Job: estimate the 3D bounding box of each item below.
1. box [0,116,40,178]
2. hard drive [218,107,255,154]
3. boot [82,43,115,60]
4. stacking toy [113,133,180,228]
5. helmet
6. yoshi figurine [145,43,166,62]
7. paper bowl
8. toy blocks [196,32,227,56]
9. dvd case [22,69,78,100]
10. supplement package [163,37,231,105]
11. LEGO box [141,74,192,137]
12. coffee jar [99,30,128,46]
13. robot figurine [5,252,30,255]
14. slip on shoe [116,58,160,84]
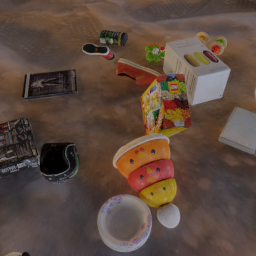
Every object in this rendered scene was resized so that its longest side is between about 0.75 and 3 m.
[{"bbox_3d":[-3.710,0.578,8.857,1.516,0.478,1.922,-18,48,-17],"label":"box"},{"bbox_3d":[3.958,0.027,9.581,1.160,0.231,1.759,24,49,22],"label":"hard drive"},{"bbox_3d":[-0.928,-2.381,8.886,0.955,0.689,0.346,15,88,19],"label":"boot"},{"bbox_3d":[0.767,1.482,7.503,1.726,1.726,2.363,-18,64,-17],"label":"stacking toy"},{"bbox_3d":[-1.938,1.002,7.988,1.179,1.124,1.179,1,1,0],"label":"helmet"},{"bbox_3d":[1.409,-3.295,12.684,1.392,0.783,0.780,12,86,-8],"label":"yoshi figurine"},{"bbox_3d":[-0.082,2.372,6.931,1.313,0.683,1.313,0,50,0],"label":"paper bowl"},{"bbox_3d":[3.539,-3.628,12.855,1.554,0.677,1.864,22,49,21],"label":"toy blocks"},{"bbox_3d":[-3.154,-1.785,11.397,2.131,0.170,1.585,-8,46,-7],"label":"dvd case"},{"bbox_3d":[2.599,-2.294,11.044,1.424,1.371,2.503,-16,48,-15],"label":"supplement package"},{"bbox_3d":[1.081,-0.559,8.522,0.785,2.034,1.515,-5,79,-13],"label":"LEGO box"},{"bbox_3d":[-0.683,-4.400,13.690,1.311,0.559,0.684,11,47,10],"label":"coffee jar"},{"bbox_3d":[-2.403,3.249,6.082,0.845,0.702,1.125,-30,52,-35],"label":"robot figurine"},{"bbox_3d":[0.612,-2.058,11.336,2.419,0.896,0.740,23,89,10],"label":"slip on shoe"}]
